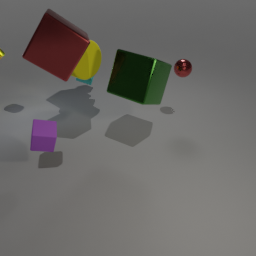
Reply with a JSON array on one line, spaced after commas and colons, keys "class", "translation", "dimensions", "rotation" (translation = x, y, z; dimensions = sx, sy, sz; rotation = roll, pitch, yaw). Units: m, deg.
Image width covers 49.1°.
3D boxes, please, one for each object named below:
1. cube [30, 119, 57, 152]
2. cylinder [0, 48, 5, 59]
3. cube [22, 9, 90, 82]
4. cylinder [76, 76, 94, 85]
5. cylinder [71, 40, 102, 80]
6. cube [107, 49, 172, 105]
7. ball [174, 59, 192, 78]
[{"class": "cube", "translation": [-2.591, 0.239, 8.597], "dimensions": [0.700, 0.700, 0.700], "rotation": [6, 43, -20]}, {"class": "cylinder", "translation": [-5.059, -2.800, 10.335], "dimensions": [0.700, 0.700, 0.700], "rotation": [-26, 34, 19]}, {"class": "cube", "translation": [-2.110, -2.487, 8.362], "dimensions": [1.400, 1.400, 1.400], "rotation": [28, 18, -24]}, {"class": "cylinder", "translation": [-1.848, -2.311, 12.220], "dimensions": [0.700, 0.700, 0.700], "rotation": [17, 31, -8]}, {"class": "cylinder", "translation": [-1.931, -2.605, 10.240], "dimensions": [1.400, 1.400, 1.400], "rotation": [24, 39, 35]}, {"class": "cube", "translation": [0.381, -1.615, 9.084], "dimensions": [1.400, 1.400, 1.400], "rotation": [22, 14, 25]}, {"class": "ball", "translation": [2.119, -2.301, 10.791], "dimensions": [0.700, 0.700, 0.700], "rotation": [0, 32, 0]}]
